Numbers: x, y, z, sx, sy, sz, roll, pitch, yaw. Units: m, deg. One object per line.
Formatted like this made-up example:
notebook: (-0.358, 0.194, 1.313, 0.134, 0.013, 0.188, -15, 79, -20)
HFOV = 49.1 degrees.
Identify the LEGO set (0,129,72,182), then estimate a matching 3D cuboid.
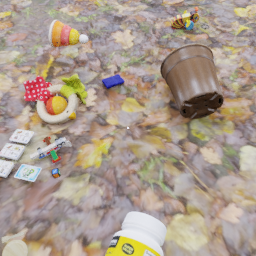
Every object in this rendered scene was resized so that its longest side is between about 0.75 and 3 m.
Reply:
LEGO set: (-3.116, 1.010, 9.368, 2.512, 0.617, 1.877, 7, 51, 20)

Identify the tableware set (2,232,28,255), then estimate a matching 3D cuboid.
tableware set: (-3.340, 3.435, 7.375, 1.483, 0.297, 0.980, -16, 64, -5)

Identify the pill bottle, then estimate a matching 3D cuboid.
pill bottle: (0.055, 3.362, 6.728, 1.358, 1.358, 2.376, 17, 53, 13)

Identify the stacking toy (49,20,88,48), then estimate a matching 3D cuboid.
stacking toy: (-2.102, -3.321, 10.170, 1.341, 0.980, 0.980, 11, 51, 4)

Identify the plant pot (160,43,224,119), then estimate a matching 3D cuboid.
plant pot: (2.471, -1.616, 10.519, 2.137, 2.137, 2.116, -7, 59, -6)

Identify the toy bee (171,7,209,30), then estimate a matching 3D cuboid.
toy bee: (3.189, -5.693, 14.386, 1.927, 1.048, 1.262, -19, 52, -15)

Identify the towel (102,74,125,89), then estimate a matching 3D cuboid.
towel: (-0.629, -1.968, 11.879, 0.833, 0.206, 0.615, -20, 47, -16)

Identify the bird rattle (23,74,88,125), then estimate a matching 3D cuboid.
bird rattle: (-2.764, -1.106, 10.557, 2.440, 1.375, 1.989, -5, 67, 0)
